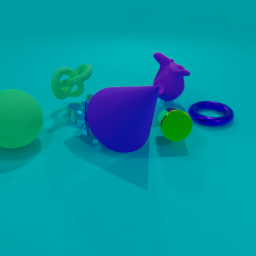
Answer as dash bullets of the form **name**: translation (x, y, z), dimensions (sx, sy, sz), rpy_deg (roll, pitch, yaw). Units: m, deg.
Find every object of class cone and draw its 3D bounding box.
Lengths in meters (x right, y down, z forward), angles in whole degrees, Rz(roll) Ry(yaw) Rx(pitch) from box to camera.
- **cone**: translation (0.200, -0.486, 5.796), dimensions (1.632, 1.638, 1.632), rpy_deg (12, 64, -26)

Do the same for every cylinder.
- **cylinder**: translation (1.065, -0.100, 6.484), dimensions (0.705, 0.705, 0.705), rpy_deg (-1, 9, -2)

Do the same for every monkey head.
- **monkey head**: translation (1.040, -1.412, 7.912), dimensions (1.303, 1.092, 1.811), rpy_deg (40, 18, 9)

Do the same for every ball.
- **ball**: translation (-2.579, -0.206, 6.262), dimensions (1.319, 1.319, 1.319), rpy_deg (0, 32, 0)

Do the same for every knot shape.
- **knot shape**: translation (-1.570, -1.185, 7.577), dimensions (1.306, 1.222, 0.604), rpy_deg (-35, 83, -29)

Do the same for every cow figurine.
- **cow figurine**: translation (-0.711, -0.397, 6.903), dimensions (1.569, 0.861, 1.544), rpy_deg (-4, 19, -11)

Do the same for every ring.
- **ring**: translation (2.237, -0.410, 7.569), dimensions (1.217, 0.243, 1.217), rpy_deg (0, 31, 0)
